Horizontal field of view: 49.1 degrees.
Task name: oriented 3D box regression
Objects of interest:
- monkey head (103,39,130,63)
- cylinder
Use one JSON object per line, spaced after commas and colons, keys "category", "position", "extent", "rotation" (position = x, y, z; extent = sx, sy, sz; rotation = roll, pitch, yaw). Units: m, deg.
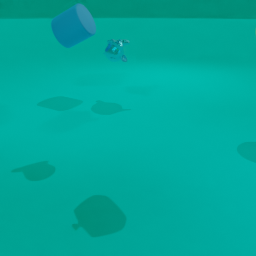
{"category": "monkey head", "position": [-0.320, -2.444, 8.827], "extent": [0.807, 0.676, 1.122], "rotation": [-21, 38, -34]}
{"category": "cylinder", "position": [-1.741, -3.271, 9.025], "extent": [1.042, 1.042, 1.042], "rotation": [-19, 15, 25]}
